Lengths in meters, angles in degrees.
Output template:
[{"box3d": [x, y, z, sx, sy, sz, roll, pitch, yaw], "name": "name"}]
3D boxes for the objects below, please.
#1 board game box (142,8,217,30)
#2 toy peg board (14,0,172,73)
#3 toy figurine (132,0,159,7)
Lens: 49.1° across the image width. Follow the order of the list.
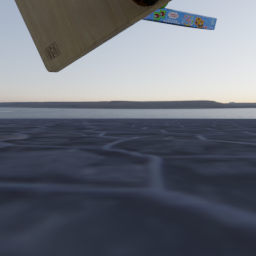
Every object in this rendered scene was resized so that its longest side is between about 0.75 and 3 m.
[{"box3d": [1.524, -4.004, 10.150, 2.645, 0.484, 2.001, -1, 22, -27], "name": "board game box"}, {"box3d": [-0.701, -2.924, 5.383, 2.792, 2.804, 1.371, -25, -1, 24], "name": "toy peg board"}, {"box3d": [0.478, -2.609, 3.288, 1.982, 2.013, 1.400, -24, 44, 1], "name": "toy figurine"}]
